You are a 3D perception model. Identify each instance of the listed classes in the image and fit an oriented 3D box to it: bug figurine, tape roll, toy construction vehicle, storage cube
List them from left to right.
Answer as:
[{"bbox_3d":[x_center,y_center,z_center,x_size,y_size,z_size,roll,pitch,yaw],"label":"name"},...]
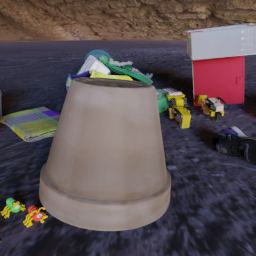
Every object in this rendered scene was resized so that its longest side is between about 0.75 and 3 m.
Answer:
[{"bbox_3d":[-2.030,1.521,4.654,0.954,0.316,1.230,18,28,39],"label":"bug figurine"},{"bbox_3d":[0.542,-1.100,11.077,2.135,0.513,2.135,0,21,0],"label":"tape roll"},{"bbox_3d":[2.283,-0.627,9.757,1.866,0.755,2.143,-7,27,-7],"label":"toy construction vehicle"},{"bbox_3d":[3.595,-2.018,11.411,1.883,2.095,1.791,-2,21,13],"label":"storage cube"}]

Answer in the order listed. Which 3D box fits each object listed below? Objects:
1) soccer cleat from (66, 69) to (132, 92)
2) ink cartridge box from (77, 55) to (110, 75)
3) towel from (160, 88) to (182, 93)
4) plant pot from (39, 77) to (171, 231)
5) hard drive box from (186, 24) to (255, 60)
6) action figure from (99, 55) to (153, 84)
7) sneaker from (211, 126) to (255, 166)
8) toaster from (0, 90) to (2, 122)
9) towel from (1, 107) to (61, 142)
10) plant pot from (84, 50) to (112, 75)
[{"bbox_3d":[-1.160,-1.975,12.052,2.986,1.249,0.965,-10,44,-16],"label":"soccer cleat"},{"bbox_3d":[-1.743,-2.538,13.280,0.827,1.432,1.968,33,10,-24],"label":"ink cartridge box"},{"bbox_3d":[1.692,-1.568,12.781,1.345,0.153,0.969,-12,26,-23],"label":"towel"},{"bbox_3d":[-0.347,0.221,5.127,2.463,2.137,2.463,4,15,-1],"label":"plant pot"},{"bbox_3d":[3.210,-2.951,9.517,2.278,0.875,1.776,-5,21,8],"label":"hard drive box"},{"bbox_3d":[-0.151,-3.107,14.598,2.863,0.783,1.691,18,4,-19],"label":"action figure"},{"bbox_3d":[2.663,0.541,6.896,0.810,0.701,1.851,-14,17,-5],"label":"sneaker"},{"bbox_3d":[-5.174,-0.661,8.116,1.718,1.511,2.659,0,4,23],"label":"toaster"},{"bbox_3d":[-2.925,-0.170,9.041,1.771,0.281,2.466,-18,27,-37],"label":"towel"},{"bbox_3d":[-1.633,-3.233,15.240,1.618,1.618,1.520,-1,34,-2],"label":"plant pot"}]
